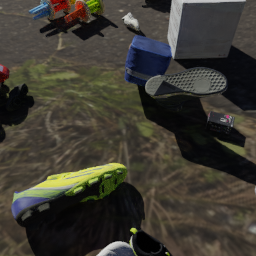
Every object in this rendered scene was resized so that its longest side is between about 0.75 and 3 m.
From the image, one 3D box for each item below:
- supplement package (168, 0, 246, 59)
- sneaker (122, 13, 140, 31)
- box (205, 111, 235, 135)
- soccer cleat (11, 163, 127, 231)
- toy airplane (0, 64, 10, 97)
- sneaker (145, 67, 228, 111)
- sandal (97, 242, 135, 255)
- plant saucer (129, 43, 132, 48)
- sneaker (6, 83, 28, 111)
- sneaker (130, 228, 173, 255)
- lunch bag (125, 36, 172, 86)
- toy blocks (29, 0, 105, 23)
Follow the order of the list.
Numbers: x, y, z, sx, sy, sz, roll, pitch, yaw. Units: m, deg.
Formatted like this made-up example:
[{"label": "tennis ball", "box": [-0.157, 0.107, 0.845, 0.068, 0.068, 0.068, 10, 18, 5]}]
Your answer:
[{"label": "supplement package", "box": [2.889, -4.196, 10.967, 2.262, 2.365, 1.740, -3, 50, -3]}, {"label": "sneaker", "box": [0.138, -4.749, 12.747, 0.522, 0.484, 1.288, -25, 50, -6]}, {"label": "box", "box": [2.906, -0.163, 8.845, 0.771, 0.409, 0.471, 16, 51, 14]}, {"label": "soccer cleat", "box": [-1.458, 1.450, 7.150, 2.989, 0.966, 1.250, -21, 42, -19]}, {"label": "toy airplane", "box": [-5.642, -1.793, 9.332, 2.522, 1.780, 2.511, 31, 57, 23]}, {"label": "sneaker", "box": [1.877, -1.122, 8.653, 2.308, 1.667, 0.877, 0, 77, 21]}, {"label": "sandal", "box": [-0.814, 3.490, 5.526, 0.685, 1.135, 2.789, -10, 35, 46]}, {"label": "plant saucer", "box": [0.710, -3.174, 11.502, 1.344, 0.238, 1.344, 0, 50, 0]}, {"label": "sneaker", "box": [-3.896, -1.040, 9.632, 0.540, 0.452, 1.190, 0, 47, 20]}, {"label": "sneaker", "box": [0.684, 2.899, 6.031, 1.808, 0.749, 0.648, 34, 58, 25]}, {"label": "lunch bag", "box": [0.657, -2.254, 9.788, 1.423, 1.386, 2.094, 17, 29, -1]}, {"label": "toy blocks", "box": [-2.849, -5.494, 12.949, 2.369, 1.032, 2.842, 36, 58, 27]}]
